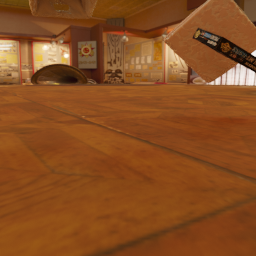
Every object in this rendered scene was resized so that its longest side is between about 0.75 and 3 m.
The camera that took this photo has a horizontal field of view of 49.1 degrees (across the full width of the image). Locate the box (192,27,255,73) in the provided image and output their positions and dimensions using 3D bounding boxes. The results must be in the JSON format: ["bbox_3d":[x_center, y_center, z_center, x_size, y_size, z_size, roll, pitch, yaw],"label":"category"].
[{"bbox_3d":[2.920,-2.312,8.237,1.665,0.414,1.653,21,21,-21],"label":"box"}]

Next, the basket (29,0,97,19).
[{"bbox_3d":[-1.482,-3.258,6.277,1.442,1.170,1.455,-3,1,-16],"label":"basket"}]

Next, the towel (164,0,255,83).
[{"bbox_3d":[3.193,-3.250,10.382,2.791,2.666,0.450,35,37,-25],"label":"towel"}]
